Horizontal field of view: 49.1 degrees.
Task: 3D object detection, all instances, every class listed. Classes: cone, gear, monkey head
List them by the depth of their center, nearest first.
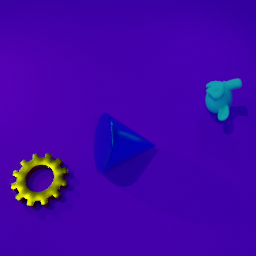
[{"bbox_3d":[-2.439,1.454,7.859,1.533,0.284,1.533,0,59,0],"label":"gear"},{"bbox_3d":[0.058,0.464,8.043,1.673,1.667,1.667,5,56,-22],"label":"cone"},{"bbox_3d":[2.998,-0.987,8.725,1.165,0.975,1.619,-15,32,24],"label":"monkey head"}]
